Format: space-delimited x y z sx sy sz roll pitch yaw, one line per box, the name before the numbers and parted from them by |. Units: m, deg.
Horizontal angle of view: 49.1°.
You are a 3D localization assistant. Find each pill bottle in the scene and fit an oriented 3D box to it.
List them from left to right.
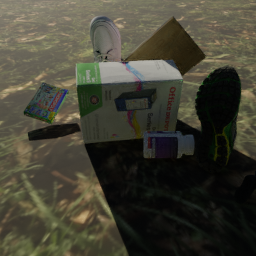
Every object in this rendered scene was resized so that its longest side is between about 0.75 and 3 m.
pill bottle | 1.024 0.426 7.161 1.248 0.696 0.696 0 33 3

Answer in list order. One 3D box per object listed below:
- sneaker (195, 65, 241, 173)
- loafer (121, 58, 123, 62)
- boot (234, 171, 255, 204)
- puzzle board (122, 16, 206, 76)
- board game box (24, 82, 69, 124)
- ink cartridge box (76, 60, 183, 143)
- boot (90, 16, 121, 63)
sneaker | 2.158 -0.250 6.721 0.968 2.482 1.057 15 24 28
loafer | -0.636 -2.800 11.816 0.824 0.818 2.263 -40 36 5
boot | 2.673 1.251 5.983 0.643 0.785 0.290 -4 32 -32
puzzle board | 0.946 -2.027 8.872 2.526 1.904 0.220 -37 43 23
board game box | -2.603 -0.825 9.010 0.916 0.198 1.361 18 55 1
ink cartridge box | -0.003 -0.734 7.750 2.694 1.957 1.179 -5 42 -8
boot | -0.655 -2.183 9.325 1.010 2.747 1.313 -6 53 7
